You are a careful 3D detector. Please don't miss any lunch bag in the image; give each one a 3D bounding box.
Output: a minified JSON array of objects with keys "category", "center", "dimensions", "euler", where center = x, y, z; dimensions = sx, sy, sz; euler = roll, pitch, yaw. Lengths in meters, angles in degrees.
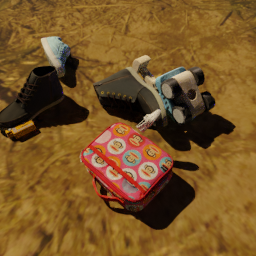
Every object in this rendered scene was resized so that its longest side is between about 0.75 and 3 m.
[{"category":"lunch bag","center":[-0.126,1.058,7.457],"dimensions":[2.232,0.914,1.966],"euler":[35,63,26]}]

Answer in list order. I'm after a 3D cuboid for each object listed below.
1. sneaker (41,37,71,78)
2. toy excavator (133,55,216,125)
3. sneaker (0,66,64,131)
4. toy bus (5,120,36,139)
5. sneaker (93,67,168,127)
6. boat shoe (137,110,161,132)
[{"category":"sneaker","center":[-2.628,-2.859,10.682],"dimensions":[0.977,0.881,2.384],"euler":[-21,54,-11]},{"category":"toy excavator","center":[1.226,-1.345,9.232],"dimensions":[1.287,2.576,2.504],"euler":[-28,100,-22]},{"category":"sneaker","center":[-3.235,-1.016,8.849],"dimensions":[0.929,1.320,2.485],"euler":[36,59,26]},{"category":"toy bus","center":[-3.309,0.064,8.642],"dimensions":[0.827,0.269,0.324],"euler":[-30,57,-23]},{"category":"sneaker","center":[0.013,-0.779,8.951],"dimensions":[1.547,1.089,2.913],"euler":[-24,45,-13]},{"category":"boat shoe","center":[0.543,-0.223,7.504],"dimensions":[0.264,0.809,0.298],"euler":[37,22,-12]}]
